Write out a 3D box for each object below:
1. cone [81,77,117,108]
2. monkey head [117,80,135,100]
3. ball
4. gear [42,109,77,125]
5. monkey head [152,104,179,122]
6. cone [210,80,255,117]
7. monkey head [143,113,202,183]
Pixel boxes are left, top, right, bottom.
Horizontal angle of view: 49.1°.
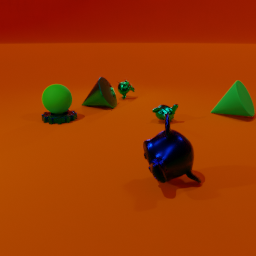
[{"bbox_3d":[-1.304,-1.137,10.943,1.295,1.290,1.290,-22,11,20],"label":"cone"},{"bbox_3d":[-0.098,-1.718,12.401,0.617,1.024,0.737,-32,-37,27],"label":"monkey head"},{"bbox_3d":[-2.337,-0.959,9.259,0.979,0.979,0.979,0,19,0],"label":"ball"},{"bbox_3d":[-2.281,-0.383,9.345,1.127,0.209,1.127,0,19,0],"label":"gear"},{"bbox_3d":[1.235,-0.571,9.001,0.614,0.733,1.020,41,26,24],"label":"monkey head"},{"bbox_3d":[3.454,-0.778,9.738,1.317,1.312,1.312,-25,0,38],"label":"cone"},{"bbox_3d":[0.791,0.542,5.122,0.905,1.501,1.080,-27,9,7],"label":"monkey head"}]
